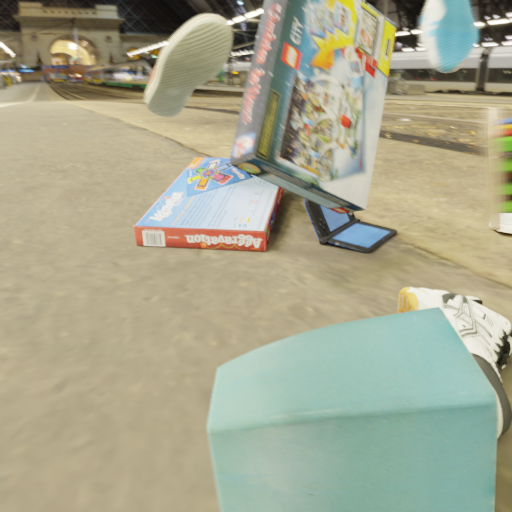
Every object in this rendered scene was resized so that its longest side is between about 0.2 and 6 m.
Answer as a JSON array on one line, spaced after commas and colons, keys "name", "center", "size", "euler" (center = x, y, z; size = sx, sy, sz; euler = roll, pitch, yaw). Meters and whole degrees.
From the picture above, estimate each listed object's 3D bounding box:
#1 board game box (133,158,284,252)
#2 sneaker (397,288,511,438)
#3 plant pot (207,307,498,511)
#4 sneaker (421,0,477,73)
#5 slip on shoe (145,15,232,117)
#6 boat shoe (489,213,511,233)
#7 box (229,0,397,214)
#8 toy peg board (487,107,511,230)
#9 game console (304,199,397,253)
[{"name": "board game box", "center": [-0.737, -1.360, 12.797], "size": [2.575, 0.486, 5.002], "euler": [4, 25, 7]}, {"name": "sneaker", "center": [2.367, 0.991, 6.108], "size": [1.170, 1.010, 2.670], "euler": [1, 21, 2]}, {"name": "plant pot", "center": [0.670, 1.396, 4.535], "size": [1.986, 1.403, 1.403], "euler": [-5, 19, 4]}, {"name": "sneaker", "center": [3.522, -4.070, 10.418], "size": [0.827, 0.873, 2.161], "euler": [13, 57, -1]}, {"name": "slip on shoe", "center": [-1.458, -3.958, 11.437], "size": [1.172, 0.968, 3.165], "euler": [14, -20, -25]}, {"name": "boat shoe", "center": [5.545, -1.048, 12.123], "size": [0.800, 0.761, 2.222], "euler": [9, 22, 25]}, {"name": "box", "center": [0.998, -2.632, 8.830], "size": [2.311, 3.384, 0.638], "euler": [19, -14, -33]}, {"name": "toy peg board", "center": [3.878, -1.355, 8.394], "size": [0.722, 1.477, 1.470], "euler": [-1, 27, 24]}, {"name": "game console", "center": [1.920, -0.793, 11.227], "size": [0.975, 1.406, 1.648], "euler": [-19, 5, 37]}]
